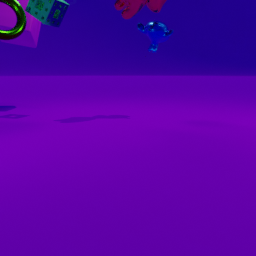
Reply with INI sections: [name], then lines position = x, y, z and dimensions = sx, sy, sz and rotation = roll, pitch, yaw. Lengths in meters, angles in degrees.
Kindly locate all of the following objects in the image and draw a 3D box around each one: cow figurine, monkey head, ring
[cow figurine]
position = 0.350, -3.698, 7.508
dimensions = 1.626, 0.907, 1.653
rotation = -35, -30, 6
[monkey head]
position = 0.798, -2.717, 8.275
dimensions = 1.156, 0.832, 0.697
rotation = 21, -4, 22
[ring]
position = -3.329, -2.947, 7.367
dimensions = 1.282, 1.282, 0.256
rotation = -8, 0, -35

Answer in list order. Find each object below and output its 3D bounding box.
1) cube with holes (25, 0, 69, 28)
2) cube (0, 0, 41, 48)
[cube with holes]
position = -2.325, -3.479, 8.093
dimensions = 0.742, 0.742, 0.742
rotation = 36, 21, 10
[cube]
position = -3.946, -3.858, 10.052
dimensions = 1.318, 1.318, 1.318
rotation = 9, -10, -8
